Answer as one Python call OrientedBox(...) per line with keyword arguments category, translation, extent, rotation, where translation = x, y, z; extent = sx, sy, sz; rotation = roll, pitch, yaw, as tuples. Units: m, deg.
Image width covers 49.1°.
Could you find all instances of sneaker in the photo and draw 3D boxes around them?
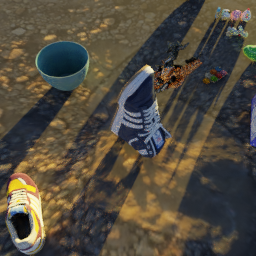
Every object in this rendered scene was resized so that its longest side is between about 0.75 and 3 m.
OrientedBox(category="sneaker", translation=(-2.600, 1.936, 6.924), extent=(0.818, 0.984, 2.183), rotation=(-21, 59, -14))
OrientedBox(category="sneaker", translation=(5.164, -2.827, 10.238), extent=(1.815, 0.759, 0.672), rotation=(10, 58, 8))
OrientedBox(category="sneaker", translation=(0.509, -0.251, 7.249), extent=(1.590, 2.931, 1.027), rotation=(42, 63, 9))

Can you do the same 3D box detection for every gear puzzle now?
OrientedBox(category="gear puzzle", translation=(3.040, -1.887, 9.987), extent=(1.029, 0.135, 0.533), rotation=(-33, 62, -20))

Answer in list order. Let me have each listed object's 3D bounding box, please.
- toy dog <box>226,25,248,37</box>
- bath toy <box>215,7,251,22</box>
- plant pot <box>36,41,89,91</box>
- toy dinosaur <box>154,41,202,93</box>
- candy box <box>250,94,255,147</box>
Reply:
OrientedBox(category="toy dog", translation=(4.344, -3.892, 11.154), extent=(0.864, 0.416, 0.570), rotation=(-2, 56, -1))
OrientedBox(category="bath toy", translation=(4.411, -4.748, 11.663), extent=(1.441, 0.532, 0.626), rotation=(6, 57, 3))
OrientedBox(category="plant pot", translation=(-2.097, -1.912, 9.400), extent=(1.683, 1.134, 1.683), rotation=(0, 56, 0))
OrientedBox(category="toy dinosaur", translation=(1.471, -1.701, 8.649), extent=(2.354, 1.203, 1.598), rotation=(16, 68, 47))
OrientedBox(category="candy box", translation=(4.647, -0.210, 8.516), extent=(1.572, 0.716, 1.859), rotation=(13, 58, 7))
